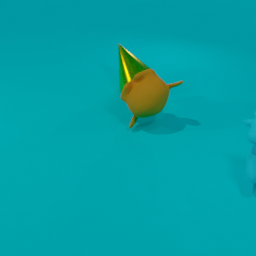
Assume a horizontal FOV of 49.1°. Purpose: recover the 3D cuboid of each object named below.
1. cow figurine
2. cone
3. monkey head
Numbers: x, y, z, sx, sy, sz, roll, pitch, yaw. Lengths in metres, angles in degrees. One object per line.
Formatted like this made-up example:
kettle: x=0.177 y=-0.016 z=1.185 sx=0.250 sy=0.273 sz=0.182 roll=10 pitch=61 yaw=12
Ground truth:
cow figurine: x=2.902 y=0.453 z=5.954 sx=0.823 sy=1.500 sz=1.476 roll=1 pitch=80 yaw=28
cone: x=0.008 y=-2.130 z=9.197 sx=1.362 sy=1.368 sz=1.362 roll=-26 pitch=17 yaw=8
monkey head: x=0.563 y=-0.917 z=7.823 sx=1.171 sy=1.943 sz=1.398 roll=50 pitch=18 yaw=4
